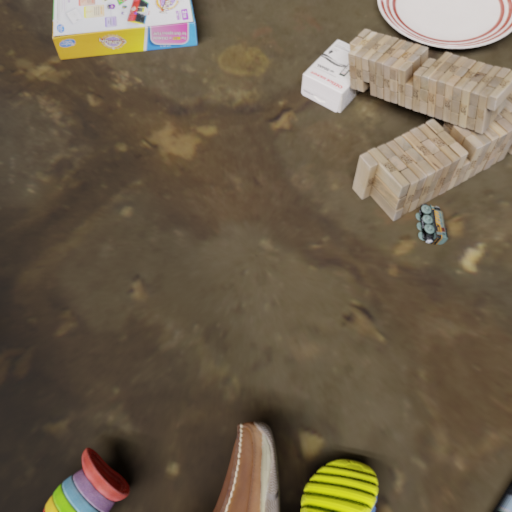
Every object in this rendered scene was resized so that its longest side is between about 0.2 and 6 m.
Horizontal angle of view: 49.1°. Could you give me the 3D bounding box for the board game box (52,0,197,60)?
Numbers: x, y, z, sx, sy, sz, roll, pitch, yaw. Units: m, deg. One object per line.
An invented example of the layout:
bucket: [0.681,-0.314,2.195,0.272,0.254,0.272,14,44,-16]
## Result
board game box: [-2.719,-5.111,11.598,2.785,0.562,2.131,-7,59,-4]

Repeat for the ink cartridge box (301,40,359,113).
ink cartridge box: [1.557,-3.410,10.606,0.897,0.518,1.229,32,64,17]

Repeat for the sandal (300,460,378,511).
sandal: [0.833,3.300,6.420,0.840,0.920,2.114,11,38,28]

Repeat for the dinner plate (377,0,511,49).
dinner plate: [4.030,-5.282,11.765,2.968,0.360,2.968,-1,61,2]

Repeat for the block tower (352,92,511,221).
block tower: [3.280,-1.786,9.400,3.367,0.909,0.973,-27,62,-15]

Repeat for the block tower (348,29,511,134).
block tower: [2.783,-2.913,9.277,2.773,0.802,0.749,30,66,31]

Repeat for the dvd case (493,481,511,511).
dvd case: [3.833,3.601,6.587,2.114,0.185,1.508,38,67,20]

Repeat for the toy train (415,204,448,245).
toy train: [2.828,-0.507,9.009,0.421,0.315,0.739,9,56,-9]

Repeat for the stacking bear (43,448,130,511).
stacking bear: [-2.208,3.050,6.631,1.238,0.704,0.752,-44,99,-11]

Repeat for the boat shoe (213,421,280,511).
boat shoe: [-0.436,3.500,6.024,1.259,1.328,3.506,6,57,5]
